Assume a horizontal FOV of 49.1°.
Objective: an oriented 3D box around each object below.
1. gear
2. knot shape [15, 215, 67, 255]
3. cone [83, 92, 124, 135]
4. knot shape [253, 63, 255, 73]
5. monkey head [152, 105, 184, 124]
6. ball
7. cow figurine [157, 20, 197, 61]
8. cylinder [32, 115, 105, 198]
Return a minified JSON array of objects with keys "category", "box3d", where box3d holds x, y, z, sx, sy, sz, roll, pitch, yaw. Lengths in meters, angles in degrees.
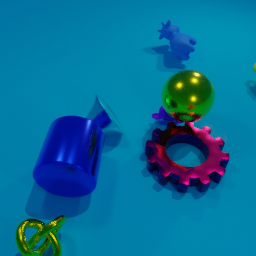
[{"category":"gear","box3d":[1.425,0.646,6.902,1.982,0.367,1.982,0,45,0]},{"category":"knot shape","box3d":[-1.535,2.029,5.219,0.499,1.081,1.011,9,40,40]},{"category":"cone","box3d":[-0.990,-0.051,7.423,1.288,1.284,1.284,-35,51,5]},{"category":"knot shape","box3d":[4.301,-1.872,8.612,0.503,1.088,1.018,8,31,-12]},{"category":"monkey head","box3d":[1.233,-0.367,7.757,1.063,0.641,0.765,-7,65,-23]},{"category":"ball","box3d":[1.468,-0.783,6.902,1.301,1.301,1.301,0,47,0]},{"category":"cow figurine","box3d":[1.694,-3.158,10.025,1.464,0.817,1.488,29,38,-3]},{"category":"cylinder","box3d":[-1.263,0.637,6.242,1.337,1.337,1.337,3,47,3]}]
